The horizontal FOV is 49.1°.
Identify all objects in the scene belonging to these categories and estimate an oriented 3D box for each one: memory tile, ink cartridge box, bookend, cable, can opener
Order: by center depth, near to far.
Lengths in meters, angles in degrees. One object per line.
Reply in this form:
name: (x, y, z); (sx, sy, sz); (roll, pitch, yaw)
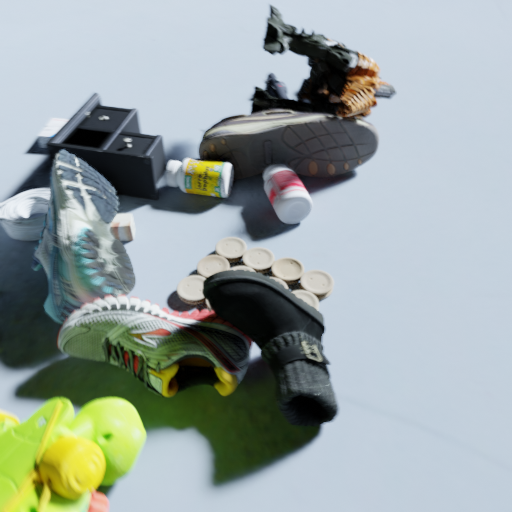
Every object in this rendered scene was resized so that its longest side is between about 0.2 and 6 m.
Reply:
memory tile: (-0.001, 0.475, 8.579); (2.083, 0.175, 1.596); (21, 48, 21)
cable: (-3.795, -0.712, 9.695); (1.162, 0.402, 1.161); (25, 47, 24)
bookend: (-2.565, -2.166, 10.846); (2.051, 0.945, 2.038); (10, 44, 10)
ink cartridge box: (-4.146, -2.562, 11.728); (0.532, 0.312, 0.727); (6, 42, 5)
can opener: (0.526, -3.765, 12.909); (0.571, 0.461, 1.453); (-7, 43, -9)

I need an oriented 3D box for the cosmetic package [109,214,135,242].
cosmetic package: (-2.442, -0.460, 9.435); (0.732, 0.379, 0.320); (-4, 47, -3)

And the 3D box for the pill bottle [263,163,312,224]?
pill bottle: (0.521, -1.144, 9.974); (0.641, 0.641, 1.142); (-11, 45, -12)

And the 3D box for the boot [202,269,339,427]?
boot: (0.202, 1.120, 6.800); (2.006, 0.755, 1.500); (27, 42, -27)

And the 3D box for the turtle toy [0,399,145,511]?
turtle toy: (-2.210, 2.395, 5.643); (1.946, 1.350, 2.670); (1, 34, 37)

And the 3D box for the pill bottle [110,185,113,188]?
pill bottle: (-3.031, -1.122, 10.051); (0.889, 0.493, 0.493); (14, 45, 14)

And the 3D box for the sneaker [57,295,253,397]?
sneaker: (-1.341, 1.204, 7.217); (2.548, 0.992, 1.047); (4, 44, 5)

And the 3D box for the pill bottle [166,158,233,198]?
pill bottle: (-1.040, -1.452, 10.302); (1.136, 0.641, 0.641); (9, 44, 8)

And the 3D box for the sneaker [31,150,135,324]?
sneaker: (-2.907, -0.361, 8.565); (1.343, 1.207, 3.111); (-35, 49, 17)

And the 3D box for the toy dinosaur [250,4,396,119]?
toy dinosaur: (1.519, -3.656, 11.396); (3.004, 2.261, 4.426); (11, 6, -5)

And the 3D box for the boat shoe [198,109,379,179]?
boat shoe: (0.611, -2.350, 10.811); (3.455, 1.287, 1.267); (-2, 44, -4)
